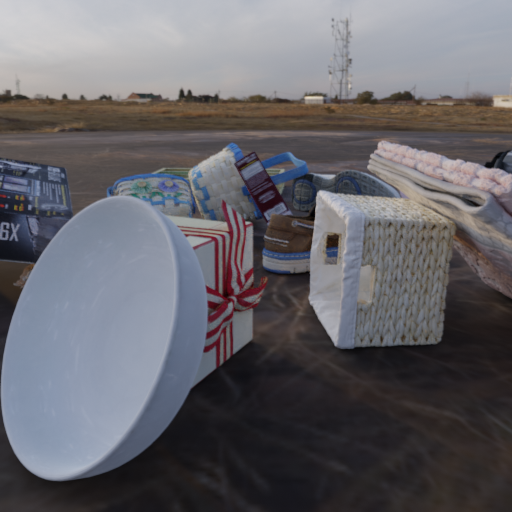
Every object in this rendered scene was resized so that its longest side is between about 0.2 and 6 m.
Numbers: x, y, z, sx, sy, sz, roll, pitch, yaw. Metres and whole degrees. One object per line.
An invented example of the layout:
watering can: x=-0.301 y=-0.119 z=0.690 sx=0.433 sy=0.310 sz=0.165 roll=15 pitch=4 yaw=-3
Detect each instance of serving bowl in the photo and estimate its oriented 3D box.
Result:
serving bowl: x=-1.179 y=0.667 z=4.663 sx=2.255 sy=2.255 sz=0.742 roll=16 pitch=-6 yaw=44

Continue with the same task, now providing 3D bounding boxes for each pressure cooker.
pressure cooker: x=5.906 y=-1.474 z=12.400 sx=1.985 sy=1.746 sz=1.773 roll=14 pitch=34 yaw=43

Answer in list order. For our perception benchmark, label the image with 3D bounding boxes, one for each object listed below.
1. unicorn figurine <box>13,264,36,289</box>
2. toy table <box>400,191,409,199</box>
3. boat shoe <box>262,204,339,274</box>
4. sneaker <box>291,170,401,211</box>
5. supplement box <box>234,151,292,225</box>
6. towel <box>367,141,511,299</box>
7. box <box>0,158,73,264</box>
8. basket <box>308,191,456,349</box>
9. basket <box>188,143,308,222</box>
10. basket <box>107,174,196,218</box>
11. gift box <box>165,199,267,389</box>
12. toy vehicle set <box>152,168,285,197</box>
unicorn figurine: x=-2.990 y=0.221 z=8.672 sx=1.294 sy=0.478 sz=0.889 roll=8 pitch=26 yaw=-5
toy table: x=4.440 y=-1.724 z=14.972 sx=0.611 sy=0.960 sz=1.044 roll=-28 pitch=40 yaw=-26
boat shoe: x=1.467 y=-0.470 z=9.975 sx=3.060 sy=1.108 sz=1.105 roll=-13 pitch=21 yaw=-38
sneaker: x=2.321 y=-1.558 z=13.797 sx=1.425 sy=1.219 sz=3.271 roll=-6 pitch=17 yaw=-36
supplement box: x=0.229 y=-1.123 z=10.896 sx=0.508 sy=1.670 sz=0.909 roll=-30 pitch=-29 yaw=5
towel: x=2.914 y=-0.075 z=6.649 sx=3.080 sy=0.520 sz=3.225 roll=39 pitch=8 yaw=-18
box: x=-4.365 y=-0.902 z=9.058 sx=2.532 sy=0.799 sz=3.211 roll=7 pitch=20 yaw=-24
basket: x=1.486 y=0.117 z=7.001 sx=1.338 sy=1.649 sz=1.663 roll=1 pitch=16 yaw=-6
basket: x=-0.197 y=-1.730 z=12.781 sx=2.529 sy=1.759 sz=2.230 roll=-24 pitch=17 yaw=1
basket: x=-2.039 y=-0.996 z=11.299 sx=1.772 sy=1.398 sz=2.010 roll=-5 pitch=24 yaw=-17
gift box: x=-0.935 y=0.312 z=6.110 sx=1.700 sy=1.820 sz=1.680 roll=9 pitch=23 yaw=25
toy vehicle set: x=-1.214 y=-2.284 z=17.381 sx=4.094 sy=0.543 sz=2.544 roll=1 pitch=16 yaw=5
